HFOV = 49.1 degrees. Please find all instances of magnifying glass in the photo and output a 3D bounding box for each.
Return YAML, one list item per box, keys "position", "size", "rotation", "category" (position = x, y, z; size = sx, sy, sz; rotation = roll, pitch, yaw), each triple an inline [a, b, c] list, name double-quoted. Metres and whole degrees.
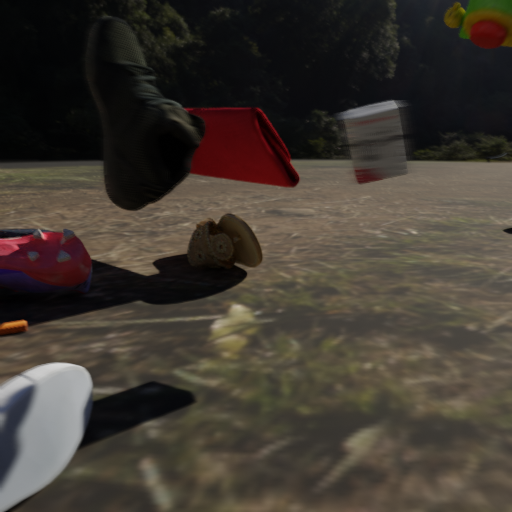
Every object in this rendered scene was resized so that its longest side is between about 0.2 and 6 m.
- position: [-3.404, 0.927, 6.600]
  size: [1.293, 0.145, 0.515]
  rotation: [-5, 13, -26]
  category: "magnifying glass"

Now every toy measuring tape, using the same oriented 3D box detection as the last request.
- position: [2.812, -2.462, 5.788]
  size: [1.766, 0.649, 0.649]
  rotation: [19, 21, 30]
  category: "toy measuring tape"

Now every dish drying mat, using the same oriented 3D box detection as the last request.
- position: [-1.179, -2.250, 11.149]
  size: [4.605, 1.768, 0.419]
  rotation: [16, 65, 46]
  category: "dish drying mat"

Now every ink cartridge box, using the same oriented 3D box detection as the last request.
- position: [1.458, -1.379, 6.840]
  size: [0.617, 0.850, 0.354]
  rotation: [-11, 26, 11]
  category: "ink cartridge box"

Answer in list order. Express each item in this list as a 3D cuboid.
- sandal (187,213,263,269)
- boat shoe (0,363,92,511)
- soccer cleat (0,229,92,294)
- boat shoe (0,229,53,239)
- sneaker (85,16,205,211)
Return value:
- position: [-0.804, -0.098, 10.072]
  size: [0.952, 1.061, 2.895]
  rotation: [-32, 15, -14]
  category: "sandal"
- position: [-1.923, 1.330, 3.461]
  size: [0.777, 0.820, 2.346]
  rotation: [5, 21, 15]
  category: "boat shoe"
- position: [-3.829, 0.139, 8.052]
  size: [2.872, 1.098, 0.958]
  rotation: [1, 49, -4]
  category: "soccer cleat"
- position: [-4.265, 0.019, 8.768]
  size: [2.813, 1.012, 0.912]
  rotation: [-2, 6, -36]
  category: "boat shoe"
- position: [-1.538, -2.200, 7.980]
  size: [1.629, 2.844, 1.087]
  rotation: [-14, -9, 37]
  category: "sneaker"
